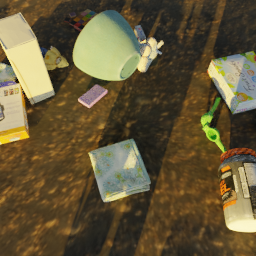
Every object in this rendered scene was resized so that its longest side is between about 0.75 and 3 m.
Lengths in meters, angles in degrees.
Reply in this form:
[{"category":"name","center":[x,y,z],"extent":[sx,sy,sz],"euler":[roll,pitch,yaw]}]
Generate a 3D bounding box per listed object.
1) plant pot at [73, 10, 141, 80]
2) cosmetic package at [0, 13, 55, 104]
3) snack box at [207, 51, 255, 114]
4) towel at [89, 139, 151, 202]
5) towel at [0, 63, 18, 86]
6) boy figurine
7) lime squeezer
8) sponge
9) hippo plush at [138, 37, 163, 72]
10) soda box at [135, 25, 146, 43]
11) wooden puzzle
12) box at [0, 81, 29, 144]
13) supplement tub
[{"category":"plant pot","center":[-0.534,-2.787,10.544],"extent":[1.719,2.552,2.552],"euler":[42,67,15]},{"category":"cosmetic package","center":[-3.706,-2.401,10.244],"extent":[1.074,2.939,1.521],"euler":[-27,63,-15]},{"category":"snack box","center":[4.613,-1.860,11.196],"extent":[1.968,0.790,2.334],"euler":[-13,58,-9]},{"category":"towel","center":[-0.291,1.385,9.362],"extent":[1.655,0.466,1.934],"euler":[-15,59,-10]},{"category":"towel","center":[-5.233,-2.218,11.722],"extent":[1.228,0.296,1.051],"euler":[20,61,12]},{"category":"boy figurine","center":[-3.326,-2.936,11.956],"extent":[1.732,0.558,1.077],"euler":[28,90,21]},{"category":"lime squeezer","center":[3.214,0.049,10.288],"extent":[1.031,0.551,2.919],"euler":[16,52,-29]},{"category":"sponge","center":[-1.395,-1.292,11.185],"extent":[0.599,0.160,1.074],"euler":[33,62,24]},{"category":"hippo plush","center":[0.479,-3.400,11.818],"extent":[1.405,1.392,1.747],"euler":[30,63,16]},{"category":"soda box","center":[0.568,-4.375,13.064],"extent":[0.288,0.310,0.909],"euler":[-13,59,-8]},{"category":"wooden puzzle","center":[-1.887,-5.153,13.638],"extent":[2.339,0.164,1.387],"euler":[32,63,18]},{"category":"box","center":[-4.713,-0.641,10.611],"extent":[1.573,0.548,2.642],"euler":[-14,56,-9]},{"category":"supplement tub","center":[3.543,1.854,8.521],"extent":[1.394,1.394,2.276],"euler":[2,57,1]}]
